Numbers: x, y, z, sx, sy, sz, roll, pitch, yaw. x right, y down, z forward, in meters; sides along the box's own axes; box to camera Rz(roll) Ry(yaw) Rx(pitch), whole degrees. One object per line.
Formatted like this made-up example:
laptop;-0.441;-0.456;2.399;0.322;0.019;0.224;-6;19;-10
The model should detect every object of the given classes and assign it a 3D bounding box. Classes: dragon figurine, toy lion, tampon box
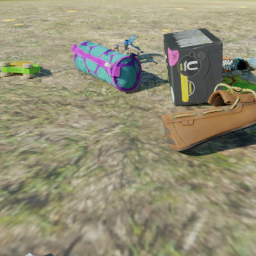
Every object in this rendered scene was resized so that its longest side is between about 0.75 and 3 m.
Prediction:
dragon figurine;0.082;-3.630;12.394;1.229;0.728;2.472;-33;22;-24
toy lion;-4.100;-2.361;10.888;1.510;0.518;1.448;7;22;11
toy lion;3.377;-1.459;9.275;1.316;0.471;1.373;-17;31;-13
tampon box;1.926;-1.948;8.602;1.431;1.699;2.267;-7;28;7

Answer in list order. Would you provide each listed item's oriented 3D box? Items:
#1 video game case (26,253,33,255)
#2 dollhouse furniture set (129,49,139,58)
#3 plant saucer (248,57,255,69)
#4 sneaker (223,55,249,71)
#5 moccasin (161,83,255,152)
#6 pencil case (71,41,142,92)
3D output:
video game case;-1.402;2.309;2.668;1.450;0.182;2.024;23;36;34
dollhouse furniture set;-0.132;-2.769;11.392;0.713;0.609;1.375;11;31;19
plant saucer;5.617;-2.490;11.205;1.579;0.304;1.579;-1;29;0
sneaker;3.931;-2.525;10.957;1.670;0.596;0.667;-3;25;-9
moccasin;2.094;-0.424;6.088;2.849;1.100;1.042;-19;1;-3
pencil case;-0.786;-2.225;9.726;1.334;1.228;2.886;18;10;-44
